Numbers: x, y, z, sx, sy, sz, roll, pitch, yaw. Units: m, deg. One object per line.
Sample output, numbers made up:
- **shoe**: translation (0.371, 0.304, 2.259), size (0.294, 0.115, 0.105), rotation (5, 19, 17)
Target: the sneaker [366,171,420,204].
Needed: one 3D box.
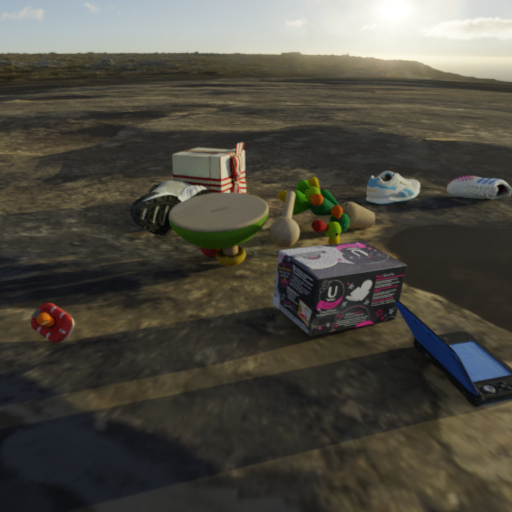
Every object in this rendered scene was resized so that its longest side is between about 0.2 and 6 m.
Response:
- **sneaker**: translation (3.784, -1.911, 15.194), size (1.871, 0.756, 0.716), rotation (-15, 26, -34)

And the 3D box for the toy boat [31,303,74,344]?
- **toy boat**: translation (-3.119, 0.995, 8.434), size (0.729, 0.476, 0.477), rotation (27, -11, 20)

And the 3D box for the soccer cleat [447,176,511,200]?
- **soccer cleat**: translation (6.087, -1.831, 15.210), size (1.699, 0.593, 0.733), rotation (-3, 25, -6)

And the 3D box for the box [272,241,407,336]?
- **box**: translation (1.315, 0.447, 8.988), size (1.770, 1.015, 1.169), rotation (-6, 25, -29)

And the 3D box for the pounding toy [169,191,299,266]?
- **pounding toy**: translation (-0.417, -0.406, 11.052), size (2.495, 1.158, 1.926), rotation (-2, 27, 3)

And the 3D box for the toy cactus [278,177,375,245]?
- **toy cactus**: translation (1.675, -0.928, 12.739), size (2.121, 1.315, 2.571), rotation (13, 16, -19)

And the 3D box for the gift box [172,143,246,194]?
- **gift box**: translation (-1.065, -2.093, 14.547), size (1.624, 1.605, 1.739), rotation (9, 26, 24)

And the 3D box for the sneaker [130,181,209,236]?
- **sneaker**: translation (-2.130, -1.187, 12.843), size (1.059, 0.987, 2.670), rotation (25, 21, 14)

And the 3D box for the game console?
- **game console**: translation (2.784, 1.204, 7.616), size (1.322, 0.916, 1.549), rotation (-7, 25, -14)
